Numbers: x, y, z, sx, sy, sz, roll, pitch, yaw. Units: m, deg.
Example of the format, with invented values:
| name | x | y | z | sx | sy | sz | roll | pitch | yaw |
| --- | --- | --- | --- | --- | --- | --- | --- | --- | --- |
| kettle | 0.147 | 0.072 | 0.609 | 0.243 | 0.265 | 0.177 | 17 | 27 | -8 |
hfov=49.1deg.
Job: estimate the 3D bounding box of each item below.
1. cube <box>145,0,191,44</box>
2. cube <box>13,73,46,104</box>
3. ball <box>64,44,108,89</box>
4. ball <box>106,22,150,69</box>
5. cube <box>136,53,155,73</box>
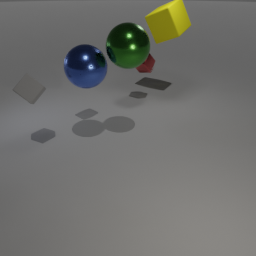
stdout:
| name | x | y | z | sx | sy | sz | roll | pitch | yaw |
| --- | --- | --- | --- | --- | --- | --- | --- | --- | --- |
| cube | 1.935 | -5.111 | 13.420 | 1.400 | 1.400 | 1.400 | -3 | 34 | 44 |
| cube | -3.174 | -1.258 | 9.080 | 0.700 | 0.700 | 0.700 | 38 | -5 | -11 |
| ball | -1.361 | -1.976 | 9.042 | 1.400 | 1.400 | 1.400 | 0 | 28 | 0 |
| ball | 0.001 | -2.561 | 8.769 | 1.400 | 1.400 | 1.400 | 0 | 28 | 0 |
| cube | 0.771 | -3.116 | 13.370 | 0.700 | 0.700 | 0.700 | 9 | 71 | 37 |
